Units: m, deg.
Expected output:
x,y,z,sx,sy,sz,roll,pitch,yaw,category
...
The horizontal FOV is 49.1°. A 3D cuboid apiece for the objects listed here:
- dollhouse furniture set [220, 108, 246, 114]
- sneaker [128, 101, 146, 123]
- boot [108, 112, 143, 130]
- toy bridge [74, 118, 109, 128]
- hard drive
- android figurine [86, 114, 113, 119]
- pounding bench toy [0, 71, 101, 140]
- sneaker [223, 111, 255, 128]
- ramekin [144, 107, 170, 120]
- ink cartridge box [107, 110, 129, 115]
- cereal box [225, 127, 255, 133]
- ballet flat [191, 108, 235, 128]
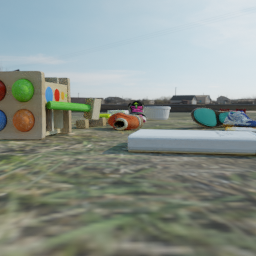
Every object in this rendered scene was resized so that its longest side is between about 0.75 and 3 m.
x,y,z,sx,sy,sz,roll,pitch,yaw,category
4.681,-0.562,13.901,1.082,0.818,2.011,-2,5,-24,dollhouse furniture set
0.461,-0.962,16.279,1.071,1.270,2.904,0,4,-1,sneaker
-0.369,-0.257,11.133,0.980,0.685,1.827,-12,11,-41,boot
-1.452,-0.255,12.709,0.957,0.387,2.846,-1,3,31,toy bridge
1.394,0.262,5.874,2.531,0.338,1.669,1,4,12,hard drive
-1.442,-0.650,17.704,2.353,0.483,2.142,-2,4,1,android figurine
-2.467,-0.665,8.277,2.957,1.837,2.306,1,4,9,pounding bench toy
4.174,-0.326,10.323,0.598,0.700,1.589,23,-5,-25,sneaker
1.994,-1.055,19.898,2.020,0.941,2.020,-1,4,0,ramekin
-0.550,-0.919,19.885,1.158,0.666,1.978,2,4,21,ink cartridge box
3.446,0.148,7.755,1.428,0.282,1.027,1,4,18,cereal box
3.607,-0.344,12.078,2.565,0.873,0.863,5,-14,-24,ballet flat
